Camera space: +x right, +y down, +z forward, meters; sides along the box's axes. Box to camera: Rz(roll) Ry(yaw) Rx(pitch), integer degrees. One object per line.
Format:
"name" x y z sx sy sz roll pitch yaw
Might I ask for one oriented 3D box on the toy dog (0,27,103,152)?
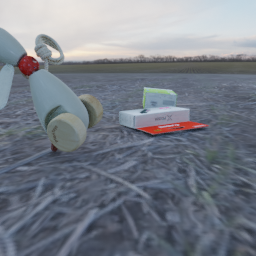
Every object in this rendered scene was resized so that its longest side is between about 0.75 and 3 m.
"toy dog" -1.915 -0.601 5.972 1.431 2.972 1.960 -44 -16 29

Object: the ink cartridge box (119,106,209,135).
"ink cartridge box" 1.087 -0.295 8.727 2.164 0.471 1.878 -8 12 -29

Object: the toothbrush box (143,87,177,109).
"toothbrush box" 1.307 -1.230 11.925 1.285 0.759 1.764 5 15 -1
